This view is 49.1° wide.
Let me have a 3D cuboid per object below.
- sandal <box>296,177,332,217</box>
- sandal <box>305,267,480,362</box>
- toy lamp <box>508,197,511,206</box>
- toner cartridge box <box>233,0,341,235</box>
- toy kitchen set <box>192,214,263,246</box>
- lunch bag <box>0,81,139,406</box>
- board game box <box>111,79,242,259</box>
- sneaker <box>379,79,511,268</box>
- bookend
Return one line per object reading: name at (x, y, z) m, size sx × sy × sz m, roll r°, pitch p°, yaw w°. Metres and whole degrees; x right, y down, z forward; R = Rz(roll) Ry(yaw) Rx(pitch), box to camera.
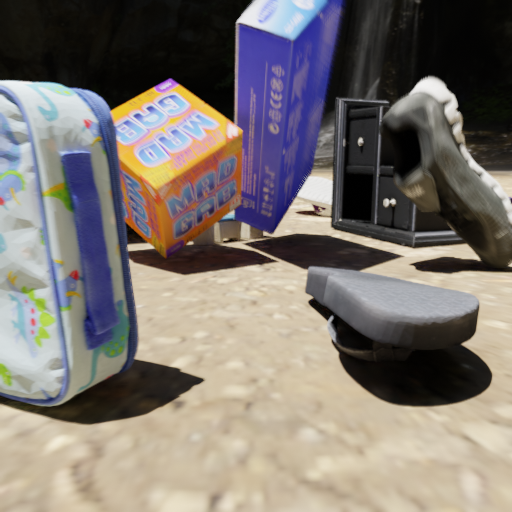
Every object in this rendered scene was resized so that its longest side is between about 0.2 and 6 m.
sandal at (1.843, -1.264, 13.710) m, size 1.132 × 0.683 × 2.781 m, roll -26°, pitch 37°, yaw -34°
sandal at (1.025, 0.490, 4.749) m, size 1.086 × 0.612 × 2.857 m, roll 7°, pitch 1°, yaw 0°
toy lamp at (6.402, -1.082, 13.061) m, size 1.779 × 0.518 × 0.518 m, roll 14°, pitch 17°, yaw 42°
toner cartridge box at (0.388, -2.138, 8.416) m, size 0.789 × 3.653 × 1.735 m, roll 22°, pitch 55°, yaw 13°
toy kitchen set at (-0.763, -0.724, 10.109) m, size 1.429 × 0.842 × 1.145 m, roll -10°, pitch 14°, yaw -42°
lunch bag at (-1.546, -0.080, 3.622) m, size 1.577 × 1.962 × 0.809 m, roll 1°, pitch 13°, yaw 31°
board game box at (-1.267, -1.250, 8.052) m, size 1.530 × 1.531 × 1.530 m, roll 40°, pitch 62°, yaw 23°
sneaker at (2.438, -0.911, 7.387) m, size 1.222 × 2.701 × 0.897 m, roll -29°, pitch 3°, yaw -23°
bookend at (2.570, -1.619, 10.230) m, size 1.194 × 2.577 × 2.593 m, roll -4°, pitch 12°, yaw -24°
